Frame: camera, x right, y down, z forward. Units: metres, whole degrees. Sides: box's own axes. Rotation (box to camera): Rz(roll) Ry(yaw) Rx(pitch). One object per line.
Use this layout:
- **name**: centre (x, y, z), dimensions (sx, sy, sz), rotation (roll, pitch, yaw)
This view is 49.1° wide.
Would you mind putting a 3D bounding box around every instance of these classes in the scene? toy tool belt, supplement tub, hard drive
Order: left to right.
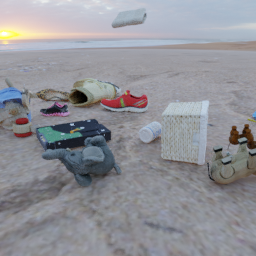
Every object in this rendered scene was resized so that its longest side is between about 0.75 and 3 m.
- **toy tool belt**: centre (-4.247, -0.874, 10.469), dimensions (1.731, 1.704, 2.773), rotation (-11, 23, -28)
- **hard drive**: centre (-1.837, 0.220, 9.368), dimensions (2.167, 0.410, 1.514), rotation (-10, 22, -27)
- **supplement tub**: centre (0.769, 0.135, 9.428), dimensions (0.531, 0.531, 0.805), rotation (12, 24, 30)

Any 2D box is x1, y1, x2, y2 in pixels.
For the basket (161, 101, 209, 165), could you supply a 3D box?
- **basket**: centre (1.709, 0.060, 8.228), dimensions (1.228, 1.514, 1.527), rotation (4, 20, 18)

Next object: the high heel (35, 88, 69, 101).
- **high heel**: centre (-3.745, -1.653, 14.164), dimensions (1.715, 0.612, 1.222), rotation (-2, 12, -33)

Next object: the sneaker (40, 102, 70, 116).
- **sneaker**: centre (-3.153, -0.842, 12.019), dimensions (1.289, 0.615, 0.509), rotation (0, 22, 5)

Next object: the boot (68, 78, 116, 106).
- **boot**: centre (-2.298, -1.806, 14.158), dimensions (2.783, 1.013, 2.163), rotation (18, 27, 33)

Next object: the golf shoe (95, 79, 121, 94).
- **golf shoe**: centre (-1.389, -2.209, 15.656), dimensions (2.244, 0.872, 1.060), rotation (24, 21, 34)

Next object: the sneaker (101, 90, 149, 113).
- **sneaker**: centre (-0.152, -1.266, 12.686), dimensions (2.199, 0.934, 0.847), rotation (3, 20, 8)

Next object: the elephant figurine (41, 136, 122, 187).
- **elephant figurine**: centre (-1.070, 0.853, 6.799), dimensions (1.206, 1.099, 1.554), rotation (-7, 9, 25)

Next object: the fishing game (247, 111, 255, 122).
- **fishing game**: centre (6.059, -0.507, 11.460), dimensions (2.494, 0.388, 1.786), rotation (-12, 26, -31)

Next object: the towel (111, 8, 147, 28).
- **towel**: centre (0.085, -3.954, 10.094), dimensions (1.130, 0.294, 1.706), rotation (-5, 33, 14)

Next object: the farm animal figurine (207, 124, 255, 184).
- **farm animal figurine**: centre (3.243, 0.975, 6.512), dimensions (2.301, 1.157, 1.858), rotation (22, 48, 39)
